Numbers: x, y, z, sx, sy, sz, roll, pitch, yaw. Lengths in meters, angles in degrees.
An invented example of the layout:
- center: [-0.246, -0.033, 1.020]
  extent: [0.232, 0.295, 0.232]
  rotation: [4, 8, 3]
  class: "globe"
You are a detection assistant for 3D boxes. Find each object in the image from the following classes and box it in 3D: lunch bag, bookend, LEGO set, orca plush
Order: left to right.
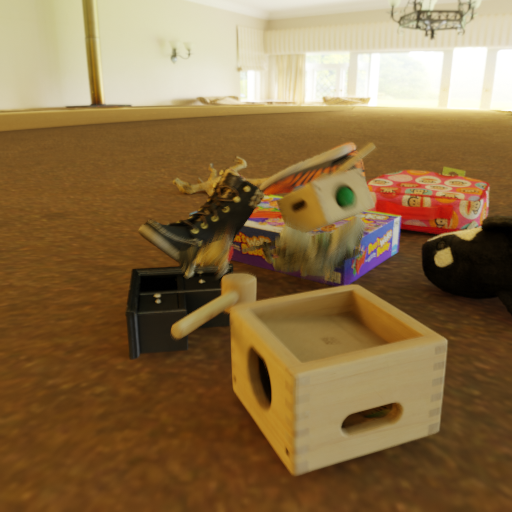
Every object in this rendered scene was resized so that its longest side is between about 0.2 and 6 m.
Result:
- center: [-0.980, 0.710, 7.707]
  extent: [1.498, 0.694, 1.507]
  rotation: [-3, 20, -7]
  class: "bookend"
- center: [0.477, 0.074, 7.924]
  extent: [3.106, 0.880, 2.017]
  rotation: [-12, -4, -19]
  class: "LEGO set"
- center: [3.726, -1.165, 12.464]
  extent: [2.660, 1.090, 2.343]
  rotation: [10, 21, 26]
  class: "lunch bag"
- center: [4.241, 0.574, 8.047]
  extent: [3.903, 1.387, 2.053]
  rotation: [12, -22, 21]
  class: "orca plush"

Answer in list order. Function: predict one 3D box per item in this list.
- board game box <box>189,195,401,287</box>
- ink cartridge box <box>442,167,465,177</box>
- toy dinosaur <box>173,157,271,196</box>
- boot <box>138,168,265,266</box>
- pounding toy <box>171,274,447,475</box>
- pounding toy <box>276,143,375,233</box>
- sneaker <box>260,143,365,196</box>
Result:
- center: [0.729, -0.436, 10.881]
  extent: [3.412, 0.764, 2.294]
  rotation: [13, 23, 33]
  class: "board game box"
- center: [4.865, -1.704, 14.181]
  extent: [0.238, 0.992, 0.722]
  rotation: [-8, 20, -30]
  class: "ink cartridge box"
- center: [-0.699, -2.078, 15.924]
  extent: [3.139, 0.914, 1.587]
  rotation: [-3, 34, 12]
  class: "toy dinosaur"
- center: [-0.766, -0.631, 8.757]
  extent: [0.787, 1.618, 2.150]
  rotation: [37, 5, 30]
  class: "boot"
- center: [0.246, 1.081, 5.949]
  extent: [2.232, 1.162, 2.541]
  rotation: [-8, 19, -21]
  class: "pounding toy"
- center: [1.207, -1.030, 9.003]
  extent: [1.238, 0.956, 1.345]
  rotation: [-20, -1, -31]
  class: "pounding toy"
- center: [1.098, -1.262, 10.611]
  extent: [2.020, 1.132, 0.784]
  rotation: [-19, 10, 26]
  class: "sneaker"
